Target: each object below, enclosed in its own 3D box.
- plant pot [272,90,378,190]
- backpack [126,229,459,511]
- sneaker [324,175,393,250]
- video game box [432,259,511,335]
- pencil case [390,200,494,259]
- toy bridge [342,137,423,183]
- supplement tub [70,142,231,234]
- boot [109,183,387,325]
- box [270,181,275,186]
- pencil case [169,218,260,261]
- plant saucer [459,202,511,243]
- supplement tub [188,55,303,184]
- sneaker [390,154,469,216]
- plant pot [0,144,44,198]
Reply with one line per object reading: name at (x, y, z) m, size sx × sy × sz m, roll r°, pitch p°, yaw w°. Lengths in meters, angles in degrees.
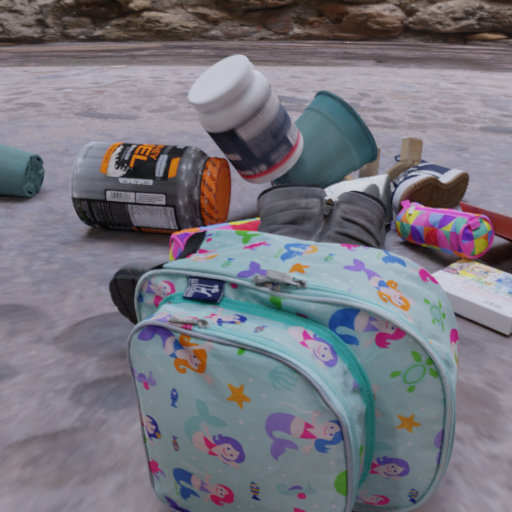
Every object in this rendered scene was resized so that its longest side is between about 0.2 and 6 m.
plant pot at (1.075, -1.868, 10.343) m, size 1.636 × 1.671 × 1.671 m, roll -42°, pitch 37°, yaw -7°
backpack at (0.291, 0.936, 4.195) m, size 2.350 × 2.086 × 1.769 m, roll 4°, pitch 25°, yaw 15°
sneaker at (1.503, -0.682, 8.984) m, size 1.173 × 1.030 × 2.928 m, roll -3°, pitch 11°, yaw 19°
video game box at (2.948, 0.480, 7.260) m, size 1.155 × 0.297 × 1.267 m, roll -21°, pitch 32°, yaw -37°
pencil case at (2.762, -0.412, 8.418) m, size 0.704 × 0.704 × 1.592 m, roll -12°, pitch 17°, yaw -23°
toy bridge at (2.229, -1.730, 11.128) m, size 0.356 × 0.879 × 2.614 m, roll 6°, pitch 0°, yaw -27°
supplement tub at (-1.678, -1.111, 9.260) m, size 2.376 × 1.456 × 1.456 m, roll 4°, pitch 26°, yaw 9°
boot at (0.015, 0.008, 6.629) m, size 3.132 × 1.093 × 2.062 m, roll 8°, pitch 50°, yaw -5°
box at (0.503, -1.660, 11.773) m, size 0.409 × 0.306 × 0.818 m, roll -3°, pitch 27°, yaw -7°
pencil case at (0.018, -0.023, 7.549) m, size 2.357 × 1.042 × 1.042 m, roll -11°, pitch 28°, yaw -20°
plant saucer at (3.977, -0.260, 8.117) m, size 1.616 × 0.297 × 1.613 m, roll 16°, pitch 11°, yaw -28°
supplement tub at (-0.144, -2.171, 9.098) m, size 1.256 × 1.789 × 1.256 m, roll -23°, pitch 41°, yaw 21°
sneaker at (2.776, -1.270, 10.246) m, size 1.336 × 0.863 × 2.463 m, roll 27°, pitch 29°, yaw 35°
plant pot at (-4.865, -1.667, 10.954) m, size 1.133 × 1.157 × 1.157 m, roll 10°, pitch 26°, yaw 5°
